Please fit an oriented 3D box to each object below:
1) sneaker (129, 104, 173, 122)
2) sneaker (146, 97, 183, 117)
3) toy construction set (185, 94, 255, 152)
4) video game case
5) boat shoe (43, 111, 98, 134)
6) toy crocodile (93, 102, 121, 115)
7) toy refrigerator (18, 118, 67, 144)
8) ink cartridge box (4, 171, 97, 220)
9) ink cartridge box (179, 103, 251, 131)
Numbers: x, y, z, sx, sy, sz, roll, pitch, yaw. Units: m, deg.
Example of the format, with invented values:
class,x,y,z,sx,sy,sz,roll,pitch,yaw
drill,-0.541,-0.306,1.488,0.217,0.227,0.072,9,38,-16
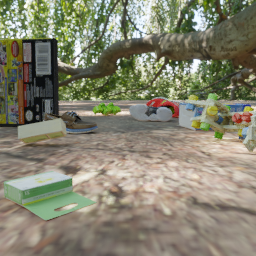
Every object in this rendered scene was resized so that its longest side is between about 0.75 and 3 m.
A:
class,x,y,z,sx,sy,sz,roll,pitch,yaw
sneaker,0.965,-0.610,11.353,1.737,0.655,0.988,8,8,15
sneaker,1.621,-0.966,13.241,1.018,0.923,2.397,-13,14,-43
toy construction set,2.308,-0.155,5.847,1.465,1.029,2.234,23,5,-24
video game case,-3.528,-1.458,9.087,2.545,2.816,0.359,1,5,5
boat shoe,-1.636,-0.172,7.790,1.630,0.590,0.589,1,7,11
toy crocodile,-1.021,-0.903,14.260,0.615,0.563,1.823,49,29,22
toy refrigerator,-1.792,0.084,5.885,0.915,0.320,0.347,-11,-22,0
ink cartridge box,-0.793,0.642,2.823,0.810,0.194,0.590,4,8,43
ink cartridge box,2.844,-0.391,8.883,2.109,0.805,1.439,1,7,-10
